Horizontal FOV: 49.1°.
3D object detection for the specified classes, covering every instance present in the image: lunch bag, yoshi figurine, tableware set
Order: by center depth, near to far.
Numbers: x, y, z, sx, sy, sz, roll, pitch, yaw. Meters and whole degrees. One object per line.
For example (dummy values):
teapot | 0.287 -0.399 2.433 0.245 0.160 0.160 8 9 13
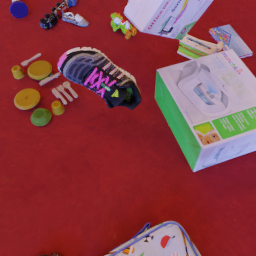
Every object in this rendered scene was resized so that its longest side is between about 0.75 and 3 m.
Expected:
lunch bag | 0.478 3.322 6.016 2.650 1.001 2.124 -25 58 -14
tableware set | -3.013 -1.290 9.392 1.812 0.413 2.689 -36 65 -18
yoshi figurine | -0.256 -4.030 11.134 1.188 0.668 0.665 47 108 11

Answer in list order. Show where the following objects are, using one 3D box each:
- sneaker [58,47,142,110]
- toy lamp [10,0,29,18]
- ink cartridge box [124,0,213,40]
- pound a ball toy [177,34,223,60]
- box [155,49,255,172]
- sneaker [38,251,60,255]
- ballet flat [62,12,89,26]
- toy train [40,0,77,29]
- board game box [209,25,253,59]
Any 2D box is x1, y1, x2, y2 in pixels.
sneaker | -0.432 -0.921 5.732 0.774 2.099 0.918 -47 52 20
toy lamp | -4.981 -5.914 12.118 0.832 0.832 2.858 -22 60 -13
ink cartridge box | 1.042 -3.038 6.924 1.899 1.375 0.798 -11 59 -48
pound a ball toy | 2.642 -2.950 10.056 1.559 1.016 0.662 31 62 19
box | 2.545 -0.594 8.307 2.605 1.427 2.952 -16 58 -8
sneaker | -2.048 3.515 6.157 1.001 0.656 1.733 29 51 23
ballet flat | -2.169 -4.462 11.406 1.183 0.425 0.425 19 59 12
toy train | -2.813 -4.941 11.711 0.559 0.417 2.442 23 60 10
board game box | 3.937 -3.310 10.792 0.907 0.171 1.762 -15 58 -11
